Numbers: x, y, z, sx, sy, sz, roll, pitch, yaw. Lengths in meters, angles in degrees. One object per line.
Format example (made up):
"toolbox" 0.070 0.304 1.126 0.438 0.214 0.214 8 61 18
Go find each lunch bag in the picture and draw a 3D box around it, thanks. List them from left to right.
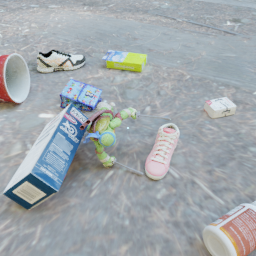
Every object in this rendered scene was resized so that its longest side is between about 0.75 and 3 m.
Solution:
"lunch bag" -1.639 -1.121 10.210 1.380 0.649 1.039 14 45 4

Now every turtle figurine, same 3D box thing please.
"turtle figurine" -0.322 0.196 7.945 2.252 1.621 2.184 -4 22 -19

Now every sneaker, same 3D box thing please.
"sneaker" -2.937 -3.026 12.365 2.173 0.869 0.801 -13 38 -19
"sneaker" 0.965 0.538 7.802 0.671 0.932 1.782 17 42 17

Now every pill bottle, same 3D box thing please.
"pill bottle" 2.387 2.124 5.850 1.509 0.847 0.847 -21 43 -24

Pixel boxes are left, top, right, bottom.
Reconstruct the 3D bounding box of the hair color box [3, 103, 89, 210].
"hair color box" -1.973 0.643 7.234 1.319 0.798 2.639 -34 25 32

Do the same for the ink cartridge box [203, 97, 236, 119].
"ink cartridge box" 3.218 -0.714 9.818 0.888 0.377 0.647 -10 40 -15

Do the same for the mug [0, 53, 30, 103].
"mug" -5.164 -1.705 10.446 2.619 2.324 1.747 1 74 8

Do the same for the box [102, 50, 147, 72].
"box" -0.143 -3.061 12.726 1.841 0.439 1.123 10 39 12
